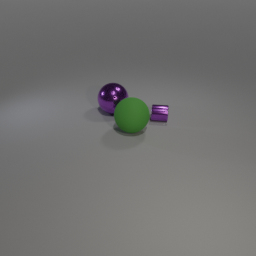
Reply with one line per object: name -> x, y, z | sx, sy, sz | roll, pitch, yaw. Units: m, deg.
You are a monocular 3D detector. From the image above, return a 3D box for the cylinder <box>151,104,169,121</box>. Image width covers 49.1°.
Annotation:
cylinder -> 1.373, -0.651, 12.064 | 0.700, 0.700, 0.700 | 4, 29, 6

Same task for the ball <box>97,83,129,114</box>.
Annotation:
ball -> -0.668, -1.329, 12.576 | 1.400, 1.400, 1.400 | 0, 29, 0

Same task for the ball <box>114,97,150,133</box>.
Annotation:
ball -> 0.150, -0.506, 11.009 | 1.400, 1.400, 1.400 | 0, 29, 0
